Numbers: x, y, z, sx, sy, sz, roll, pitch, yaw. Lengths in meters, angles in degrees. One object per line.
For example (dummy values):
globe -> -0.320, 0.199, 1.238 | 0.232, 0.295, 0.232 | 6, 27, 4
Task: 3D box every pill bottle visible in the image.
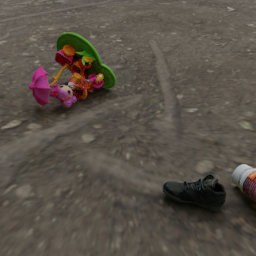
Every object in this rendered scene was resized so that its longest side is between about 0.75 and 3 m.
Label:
pill bottle -> 3.028, 1.355, 6.397 | 0.683, 0.683, 1.247 | -15, 26, -19

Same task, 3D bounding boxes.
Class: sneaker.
sneaker -> 1.525, 1.350, 6.378 | 1.432, 0.820, 0.547 | 15, 36, 14

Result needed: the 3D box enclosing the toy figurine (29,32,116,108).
toy figurine -> -2.164, -1.623, 9.922 | 2.727, 2.047, 2.510 | 37, 57, -3
